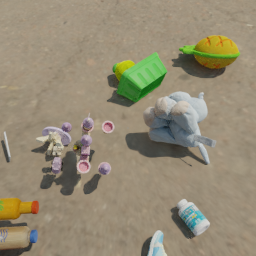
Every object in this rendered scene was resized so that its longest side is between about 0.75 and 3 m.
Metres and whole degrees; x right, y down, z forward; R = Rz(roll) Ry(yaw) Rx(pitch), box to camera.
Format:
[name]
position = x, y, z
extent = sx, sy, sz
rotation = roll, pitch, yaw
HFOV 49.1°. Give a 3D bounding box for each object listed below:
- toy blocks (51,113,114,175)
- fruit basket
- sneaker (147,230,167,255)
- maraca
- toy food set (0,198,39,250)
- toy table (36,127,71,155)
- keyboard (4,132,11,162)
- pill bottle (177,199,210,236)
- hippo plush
[toy blocks]
position = -1.120, 0.442, 6.879
extent = 1.515, 1.275, 1.416
rotation = 5, 80, -8
[fruit basket]
position = 0.210, -1.967, 9.952
extent = 1.889, 1.363, 1.889
rotation = 7, 59, -11
[sneaker]
position = 0.766, 2.740, 6.016
extent = 0.635, 0.387, 0.972
rotation = 4, 55, 27
[maraca]
position = 3.149, -2.976, 10.874
extent = 2.279, 1.219, 1.562
rotation = 15, 28, 26
[toy food set]
position = -2.485, 2.746, 5.455
extent = 1.199, 1.272, 2.666
rotation = -3, 42, -3
[toy table]
position = -2.155, 0.341, 8.105
extent = 0.876, 0.805, 0.513
rotation = 9, 33, 9
[keyboard]
position = -3.504, 0.537, 8.133
extent = 0.050, 0.264, 0.937
rotation = -10, 55, -25
[pill bottle]
position = 1.513, 2.092, 6.654
extent = 0.449, 0.449, 0.811
rotation = -24, 50, -21
[hippo plush]
position = 1.700, -0.458, 8.139
extent = 2.180, 1.737, 1.753
rotation = 20, 51, 18
